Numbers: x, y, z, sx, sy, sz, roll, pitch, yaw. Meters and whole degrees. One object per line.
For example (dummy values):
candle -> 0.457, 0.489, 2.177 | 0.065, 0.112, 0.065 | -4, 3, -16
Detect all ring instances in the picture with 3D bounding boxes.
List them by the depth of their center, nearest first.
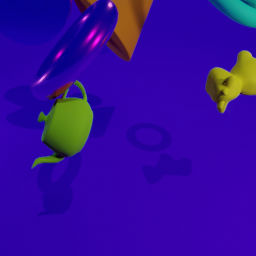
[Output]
ring -> -0.691, -0.978, 3.523 | 1.516, 0.303, 1.516 | -38, 29, 26
ring -> 1.582, -1.943, 4.159 | 1.207, 0.241, 1.207 | 17, 48, -20

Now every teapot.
teapot -> -0.817, -0.006, 3.452 | 0.596, 1.218, 0.757 | 19, 6, -21

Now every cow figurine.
cow figurine -> 1.682, -0.633, 3.941 | 1.110, 0.609, 1.092 | 13, 46, 13

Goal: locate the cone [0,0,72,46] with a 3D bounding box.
cone -> -1.786, -2.674, 5.756 | 1.678, 1.678, 1.684 | 2, 24, 3

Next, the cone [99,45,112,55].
cone -> -0.817, -2.324, 6.474 | 1.123, 1.123, 1.127 | 6, 9, 8

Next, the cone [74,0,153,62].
cone -> 0.075, -2.406, 5.353 | 1.583, 1.577, 1.577 | -43, 44, -1
